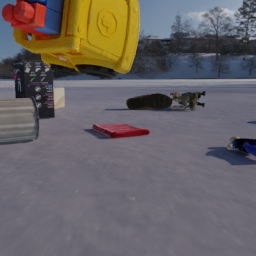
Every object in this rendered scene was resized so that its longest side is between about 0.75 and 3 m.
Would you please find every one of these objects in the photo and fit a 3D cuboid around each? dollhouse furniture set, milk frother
[{"bbox_3d":[2.271,-1.257,12.831,0.491,0.755,0.693,-3,10,-17],"label":"dollhouse furniture set"},{"bbox_3d":[-2.969,-0.534,6.154,1.618,1.721,1.553,-6,9,-31],"label":"milk frother"}]

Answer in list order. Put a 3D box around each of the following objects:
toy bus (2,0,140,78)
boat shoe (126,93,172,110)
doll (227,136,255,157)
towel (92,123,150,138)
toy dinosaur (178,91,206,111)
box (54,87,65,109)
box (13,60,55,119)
[{"bbox_3d":[-1.653,-2.381,6.584,2.971,2.016,2.852,11,7,39],"label":"toy bus"},{"bbox_3d":[0.939,-1.224,12.680,2.058,0.740,0.700,-1,11,-4],"label":"boat shoe"},{"bbox_3d":[2.252,0.343,5.228,0.836,0.297,1.225,-6,11,-8],"label":"doll"},{"bbox_3d":[-0.220,0.028,7.374,1.061,0.165,1.467,-4,11,-27],"label":"towel"},{"bbox_3d":[2.785,-1.339,12.903,1.224,0.921,2.394,5,12,-12],"label":"toy dinosaur"},{"bbox_3d":[-3.791,-1.285,12.374,1.171,0.958,2.465,2,10,11],"label":"box"},{"bbox_3d":[-3.314,-1.355,9.869,1.052,1.983,1.212,-7,13,-35],"label":"box"}]
